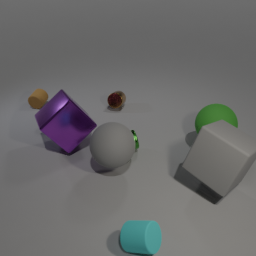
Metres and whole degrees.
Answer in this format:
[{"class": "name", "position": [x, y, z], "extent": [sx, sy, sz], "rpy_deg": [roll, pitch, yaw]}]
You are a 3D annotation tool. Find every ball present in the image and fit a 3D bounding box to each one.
[{"class": "ball", "position": [-0.472, 0.516, 8.551], "extent": [1.400, 1.400, 1.400], "rpy_deg": [0, 31, 0]}, {"class": "ball", "position": [2.995, -0.131, 9.538], "extent": [1.400, 1.400, 1.400], "rpy_deg": [0, 31, 0]}]

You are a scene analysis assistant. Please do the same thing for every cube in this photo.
[{"class": "cube", "position": [-2.207, -0.261, 9.857], "extent": [1.400, 1.400, 1.400], "rpy_deg": [-45, 33, -2]}, {"class": "cube", "position": [2.640, 0.776, 7.827], "extent": [1.400, 1.400, 1.400], "rpy_deg": [37, 30, 29]}]

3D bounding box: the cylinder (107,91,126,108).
[{"class": "cylinder", "position": [-0.505, -1.300, 12.707], "extent": [0.700, 0.700, 0.700], "rpy_deg": [7, 17, 12]}]

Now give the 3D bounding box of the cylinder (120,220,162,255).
[{"class": "cylinder", "position": [0.298, 2.472, 6.374], "extent": [0.700, 0.700, 0.700], "rpy_deg": [-12, 21, 35]}]

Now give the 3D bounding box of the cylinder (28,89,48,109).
[{"class": "cylinder", "position": [-4.143, -1.355, 12.932], "extent": [0.700, 0.700, 0.700], "rpy_deg": [6, 39, 10]}]

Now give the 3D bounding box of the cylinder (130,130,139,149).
[{"class": "cylinder", "position": [-0.043, 0.481, 9.842], "extent": [0.700, 0.700, 0.700], "rpy_deg": [-16, 33, -8]}]
